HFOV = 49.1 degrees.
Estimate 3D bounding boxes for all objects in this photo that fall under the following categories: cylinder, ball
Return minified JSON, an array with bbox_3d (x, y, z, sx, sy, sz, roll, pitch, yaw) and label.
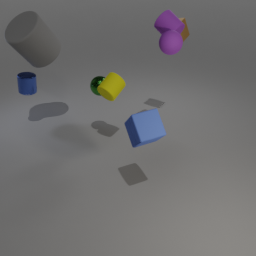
[{"bbox_3d":[-0.553,-1.378,9.384,0.700,0.700,0.700,23,68,34],"label":"cylinder"},{"bbox_3d":[-3.326,-3.097,9.891,1.400,1.400,1.400,-9,63,18],"label":"cylinder"},{"bbox_3d":[-3.925,-1.734,10.906,0.700,0.700,0.700,6,32,-4],"label":"cylinder"},{"bbox_3d":[1.305,-3.225,8.851,0.700,0.700,0.700,49,47,9],"label":"cylinder"},{"bbox_3d":[-0.994,-1.492,9.933,0.700,0.700,0.700,0,30,0],"label":"ball"},{"bbox_3d":[1.262,-2.519,8.272,0.700,0.700,0.700,0,30,0],"label":"ball"}]

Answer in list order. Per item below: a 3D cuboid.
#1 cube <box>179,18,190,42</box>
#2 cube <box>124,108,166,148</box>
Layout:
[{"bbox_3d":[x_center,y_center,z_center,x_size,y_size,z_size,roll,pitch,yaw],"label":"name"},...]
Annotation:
[{"bbox_3d":[1.741,-3.562,10.370,0.700,0.700,0.700,14,54,42],"label":"cube"},{"bbox_3d":[0.412,0.014,6.937,0.700,0.700,0.700,-15,-11,-19],"label":"cube"}]
